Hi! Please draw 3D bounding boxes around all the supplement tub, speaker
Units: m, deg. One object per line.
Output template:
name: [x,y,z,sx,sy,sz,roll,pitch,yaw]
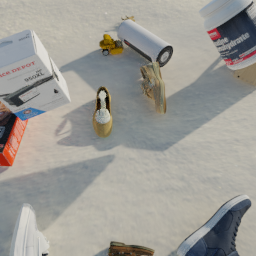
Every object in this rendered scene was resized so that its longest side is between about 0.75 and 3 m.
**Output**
supplement tub: [3.472,-3.204,9.040,1.589,1.589,2.265,-45,105,-29]
speaker: [0.722,-3.851,12.610,1.086,1.086,2.675,-34,60,-24]

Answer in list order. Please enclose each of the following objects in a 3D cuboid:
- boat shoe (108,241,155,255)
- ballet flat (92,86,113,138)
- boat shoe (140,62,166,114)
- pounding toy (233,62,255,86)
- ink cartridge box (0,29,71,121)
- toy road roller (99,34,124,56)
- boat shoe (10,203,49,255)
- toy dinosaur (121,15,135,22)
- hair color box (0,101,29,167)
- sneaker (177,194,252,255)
boat shoe: [0.085,3.355,7.488,1.237,0.445,0.421,2,57,13]
ballet flat: [-0.972,-0.660,10.390,0.753,0.691,2.193,-4,53,-3]
boat shoe: [0.962,-1.540,10.984,0.882,0.975,2.735,-8,46,4]
pounding toy: [5.278,-3.251,11.674,1.661,2.151,2.336,25,59,8]
ink cartridge box: [-3.045,-1.456,8.377,1.784,2.467,1.039,-21,61,1]
toy road roller: [-0.763,-3.850,12.779,1.104,0.806,0.678,-8,53,-6]
boat shoe: [-2.527,3.249,7.296,0.925,0.972,2.699,13,36,-26]
toy dinosaur: [0.010,-5.420,14.256,0.710,0.409,1.404,6,52,3]
hair color box: [-4.468,-0.161,9.859,1.512,0.912,2.979,1,52,2]
sneaker: [2.797,3.053,7.237,2.522,0.959,1.822,-37,50,-14]
